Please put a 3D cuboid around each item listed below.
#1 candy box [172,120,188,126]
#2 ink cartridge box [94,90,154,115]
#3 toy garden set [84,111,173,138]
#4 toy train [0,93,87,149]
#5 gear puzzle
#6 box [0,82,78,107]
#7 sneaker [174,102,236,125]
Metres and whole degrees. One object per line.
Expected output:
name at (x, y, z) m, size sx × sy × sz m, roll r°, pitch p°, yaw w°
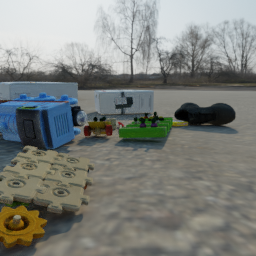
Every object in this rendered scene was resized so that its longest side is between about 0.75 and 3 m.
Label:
candy box at (1.421, -0.197, 9.398) m, size 0.553 × 0.143 × 1.082 m, roll -6°, pitch 11°, yaw -37°
ink cartridge box at (-0.240, -1.233, 12.974) m, size 2.470 × 1.026 × 1.811 m, roll -2°, pitch 10°, yaw -13°
toy garden set at (0.114, -0.185, 7.849) m, size 2.111 × 0.505 × 2.532 m, roll -1°, pitch 8°, yaw 13°
toy train at (-2.297, -0.217, 6.726) m, size 2.617 × 1.134 × 1.495 m, roll 5°, pitch 16°, yaw 27°
gear puzzle at (-0.988, 0.737, 3.265) m, size 1.083 × 0.274 × 2.090 m, roll 13°, pitch 13°, yaw -7°
box at (-3.030, -0.837, 9.405) m, size 2.140 × 1.399 × 2.129 m, roll -6°, pitch 11°, yaw -32°
sneaker at (2.459, -0.378, 9.187) m, size 2.031 × 0.771 × 0.922 m, roll 3°, pitch 20°, yaw 40°
